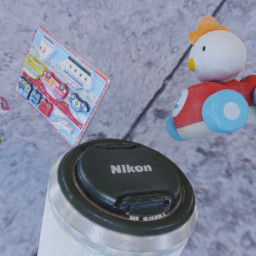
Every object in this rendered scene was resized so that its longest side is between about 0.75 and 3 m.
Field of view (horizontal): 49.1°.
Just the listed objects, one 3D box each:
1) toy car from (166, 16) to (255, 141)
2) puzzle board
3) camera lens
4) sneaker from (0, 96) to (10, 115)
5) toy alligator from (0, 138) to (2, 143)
[{"bbox_3d":[1.682,-1.073,5.651,2.059,2.145,2.328,-15,86,-14],"label":"toy car"},{"bbox_3d":[-1.356,-0.798,5.275,1.999,0.174,1.506,40,117,20],"label":"puzzle board"},{"bbox_3d":[-0.293,1.757,4.675,2.248,2.811,2.248,13,29,-7],"label":"camera lens"},{"bbox_3d":[-2.641,-0.321,5.027,0.456,1.031,0.415,-31,82,21],"label":"sneaker"},{"bbox_3d":[-3.833,-0.298,6.302,2.614,0.709,0.775,36,42,10],"label":"toy alligator"}]
